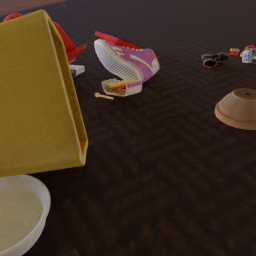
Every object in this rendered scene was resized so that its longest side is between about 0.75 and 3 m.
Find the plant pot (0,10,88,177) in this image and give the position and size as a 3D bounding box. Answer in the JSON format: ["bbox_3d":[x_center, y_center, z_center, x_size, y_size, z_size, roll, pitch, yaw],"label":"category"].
[{"bbox_3d":[-2.559,-0.459,5.933,2.833,2.751,2.769,-13,7,-4],"label":"plant pot"}]

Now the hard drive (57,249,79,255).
[{"bbox_3d":[-0.950,2.647,3.699,1.258,0.395,1.865,-15,35,-22],"label":"hard drive"}]

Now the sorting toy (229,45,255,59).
[{"bbox_3d":[6.185,-3.782,13.796,2.348,0.397,1.132,19,37,27],"label":"sorting toy"}]

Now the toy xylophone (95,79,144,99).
[{"bbox_3d":[-0.341,-1.378,9.662,1.304,0.448,1.781,-23,22,-38],"label":"toy xylophone"}]

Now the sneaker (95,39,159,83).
[{"bbox_3d":[0.007,-2.885,11.413,1.653,1.051,2.899,-36,64,-25],"label":"sneaker"}]

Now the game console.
[{"bbox_3d":[0.007,-3.749,12.766,2.492,0.387,2.204,10,22,-44],"label":"game console"}]

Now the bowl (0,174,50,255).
[{"bbox_3d":[-2.216,1.681,4.815,1.840,0.827,1.840,0,32,0],"label":"bowl"}]

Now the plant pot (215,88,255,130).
[{"bbox_3d":[3.607,-0.705,8.618,1.688,0.779,1.688,1,33,-1],"label":"plant pot"}]

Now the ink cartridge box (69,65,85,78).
[{"bbox_3d":[-2.599,-2.354,11.392,1.324,0.269,1.327,7,23,9],"label":"ink cartridge box"}]

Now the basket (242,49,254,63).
[{"bbox_3d":[5.614,-3.254,12.760,0.752,0.663,0.523,4,27,42],"label":"basket"}]

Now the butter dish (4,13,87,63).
[{"bbox_3d":[-3.366,-2.738,9.387,2.872,2.129,2.880,-1,31,47],"label":"butter dish"}]

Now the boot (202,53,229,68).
[{"bbox_3d":[3.934,-3.038,12.575,1.213,0.444,0.913,4,31,13],"label":"boot"}]
